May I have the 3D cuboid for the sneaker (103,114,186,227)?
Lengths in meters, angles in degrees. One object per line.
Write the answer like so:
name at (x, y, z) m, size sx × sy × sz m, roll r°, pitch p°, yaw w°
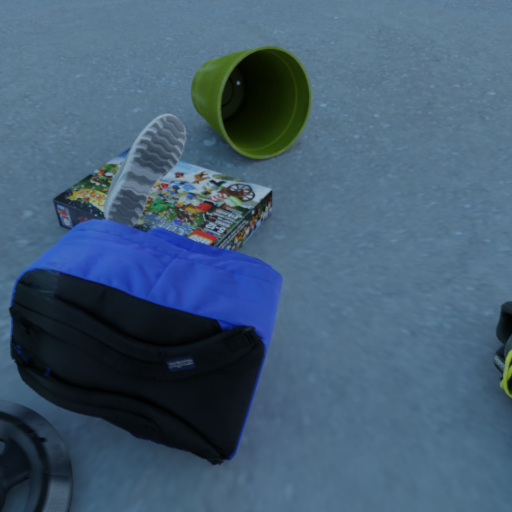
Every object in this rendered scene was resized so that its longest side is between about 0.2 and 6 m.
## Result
sneaker at (-2.063, -1.540, 9.724) m, size 2.190 × 0.818 × 0.898 m, roll -57°, pitch 35°, yaw -6°

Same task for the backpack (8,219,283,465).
backpack at (-1.357, 0.887, 7.110) m, size 2.968 × 2.412 × 2.490 m, roll 14°, pitch 27°, yaw 1°

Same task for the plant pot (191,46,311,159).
plant pot at (-0.355, -3.738, 13.199) m, size 2.427 × 2.427 × 2.337 m, roll -21°, pitch 31°, yaw -24°

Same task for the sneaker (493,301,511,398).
sneaker at (3.863, 1.793, 7.204) m, size 1.493 × 1.314 × 3.529 m, roll 5°, pitch 30°, yaw 16°

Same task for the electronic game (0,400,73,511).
electronic game at (-3.336, 2.743, 6.320) m, size 2.421 × 0.504 × 2.421 m, roll 5°, pitch 47°, yaw -5°

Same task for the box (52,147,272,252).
box at (-1.755, -0.939, 10.824) m, size 3.475 × 0.655 × 2.373 m, roll 20°, pitch 43°, yaw 22°
